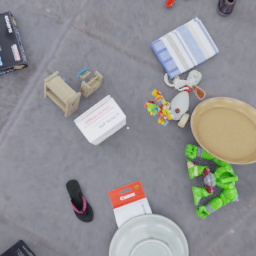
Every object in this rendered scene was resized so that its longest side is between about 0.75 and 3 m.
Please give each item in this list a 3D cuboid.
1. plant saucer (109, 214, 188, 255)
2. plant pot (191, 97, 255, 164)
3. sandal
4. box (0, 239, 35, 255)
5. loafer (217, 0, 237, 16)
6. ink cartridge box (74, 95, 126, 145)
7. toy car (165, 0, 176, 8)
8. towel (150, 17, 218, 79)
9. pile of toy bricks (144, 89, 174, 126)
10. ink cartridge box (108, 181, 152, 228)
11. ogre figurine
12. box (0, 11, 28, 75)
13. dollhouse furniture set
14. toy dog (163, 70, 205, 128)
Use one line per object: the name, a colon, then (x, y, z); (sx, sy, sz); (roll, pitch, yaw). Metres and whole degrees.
plant saucer: (0.686, 3.998, 8.662); (2.545, 0.639, 2.545); (0, 92, -4)
plant pot: (3.224, 0.080, 8.913); (2.549, 0.350, 2.549); (2, 56, -3)
sandal: (-1.621, 2.416, 9.138); (0.568, 0.341, 1.513); (-27, 85, -3)
box: (-3.123, 4.865, 7.862); (1.356, 2.371, 2.604); (-43, 85, -4)
loafer: (3.663, -5.042, 9.731); (0.792, 0.694, 2.202); (13, 84, 1)
ink cartridge box: (-0.766, -0.156, 8.458); (1.298, 2.216, 0.746); (-36, 85, -4)
toy car: (1.805, -4.734, 9.938); (0.985, 0.233, 1.047); (1, 85, 0)
towel: (1.947, -2.758, 9.662); (2.025, 0.241, 1.487); (-30, 86, -6)
pile of toy bricks: (0.768, -0.583, 8.141); (0.597, 0.671, 1.210); (6, 46, -31)
ink cartridge box: (0.106, 2.605, 9.119); (1.167, 0.345, 1.458); (-19, 86, -2)
ogre figurine: (2.668, 1.627, 8.848); (1.388, 1.136, 2.316); (-10, 72, 11)
box: (-4.674, -2.781, 9.618); (1.969, 0.493, 1.983); (-17, 85, -1)
dollhouse furniture set: (-1.825, -1.358, 9.314); (1.090, 1.084, 1.547); (43, 62, 5)
toy dog: (1.815, -1.041, 9.181); (1.319, 0.964, 2.001); (7, 84, 1)
